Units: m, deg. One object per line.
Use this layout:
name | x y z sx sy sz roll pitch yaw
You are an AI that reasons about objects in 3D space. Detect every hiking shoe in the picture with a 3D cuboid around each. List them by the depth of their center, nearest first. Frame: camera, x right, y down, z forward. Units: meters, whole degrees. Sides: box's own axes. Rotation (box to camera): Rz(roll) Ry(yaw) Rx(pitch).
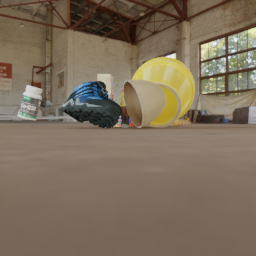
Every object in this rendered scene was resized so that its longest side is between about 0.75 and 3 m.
hiking shoe | -0.879 -0.716 6.831 0.956 1.114 2.569 34 -11 -31

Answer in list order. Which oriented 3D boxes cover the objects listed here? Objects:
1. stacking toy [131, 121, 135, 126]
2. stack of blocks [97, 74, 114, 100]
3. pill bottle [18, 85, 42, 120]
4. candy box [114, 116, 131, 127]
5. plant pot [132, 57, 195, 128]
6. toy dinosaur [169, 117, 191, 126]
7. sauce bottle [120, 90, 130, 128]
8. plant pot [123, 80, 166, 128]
stacking toy | 0.555 -0.818 12.206 1.545 1.399 0.653 -19 -30 -7
stack of blocks | -0.834 -1.130 10.631 0.506 1.727 0.995 2 5 5
pill bottle | -3.865 -1.002 11.134 0.727 1.286 0.727 15 3 -1
candy box | -0.386 -0.223 9.348 0.870 0.396 1.028 -2 0 -9
plant pot | 0.980 -0.952 8.395 2.047 2.047 1.926 0 24 11
toy dinosaur | 2.199 -0.270 12.088 1.197 0.681 2.254 -36 23 -33
sauce bottle | -0.067 -0.553 7.899 0.378 1.146 0.378 4 -27 2
plant pot | 0.424 -0.611 6.217 0.719 1.071 1.071 -17 5 -15
